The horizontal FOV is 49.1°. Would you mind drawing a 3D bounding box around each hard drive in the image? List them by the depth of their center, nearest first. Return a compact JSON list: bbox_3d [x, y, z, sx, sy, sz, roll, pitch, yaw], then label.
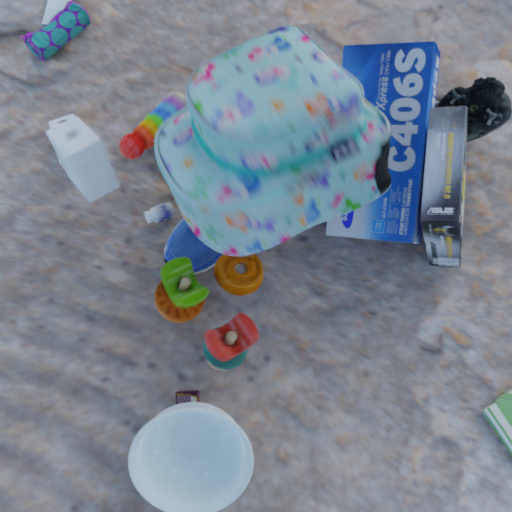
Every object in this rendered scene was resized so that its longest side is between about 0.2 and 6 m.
[{"bbox_3d":[-4.705,-5.741,13.198,0.526,0.106,0.797,6,75,2],"label":"hard drive"}]

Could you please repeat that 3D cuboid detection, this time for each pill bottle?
[{"bbox_3d":[-2.022,-0.882,11.679,0.547,0.327,0.327,-20,75,-21],"label":"pill bottle"}]

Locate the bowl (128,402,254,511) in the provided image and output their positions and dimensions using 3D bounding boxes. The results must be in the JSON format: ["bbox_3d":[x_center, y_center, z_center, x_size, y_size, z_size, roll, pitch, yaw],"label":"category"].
[{"bbox_3d":[-1.134,3.460,10.054,2.156,0.969,2.156,0,104,-2],"label":"bowl"}]

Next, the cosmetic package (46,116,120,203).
[{"bbox_3d":[-3.198,-1.776,10.350,0.678,1.103,1.099,-33,49,-17],"label":"cosmetic package"}]

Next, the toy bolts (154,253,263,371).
[{"bbox_3d":[-0.705,1.101,10.681,2.057,1.493,2.153,-21,70,-23],"label":"toy bolts"}]

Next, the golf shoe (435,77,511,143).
[{"bbox_3d":[3.458,-2.675,11.847,3.559,1.682,1.384,-4,91,24],"label":"golf shoe"}]

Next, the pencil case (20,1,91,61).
[{"bbox_3d":[-4.521,-5.125,12.710,1.502,0.694,0.639,-45,49,-10],"label":"pencil case"}]

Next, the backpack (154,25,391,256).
[{"bbox_3d":[0.133,-1.820,9.280,3.537,2.663,3.140,-29,53,-2],"label":"backpack"}]

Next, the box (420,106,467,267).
[{"bbox_3d":[3.599,-1.175,10.600,0.657,2.720,2.154,4,74,21],"label":"box"}]

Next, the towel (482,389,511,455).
[{"bbox_3d":[5.444,3.055,10.758,1.822,0.213,1.389,-30,77,-9],"label":"towel"}]

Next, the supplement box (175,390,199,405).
[{"bbox_3d":[-1.298,2.976,10.700,0.432,0.336,0.784,-3,75,-1],"label":"supplement box"}]

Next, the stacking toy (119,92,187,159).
[{"bbox_3d":[-2.103,-2.632,11.691,0.790,0.790,1.850,35,60,9],"label":"stacking toy"}]

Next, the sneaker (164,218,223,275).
[{"bbox_3d":[-0.673,-0.943,11.219,1.242,1.409,3.161,42,79,10],"label":"sneaker"}]

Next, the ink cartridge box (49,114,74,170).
[{"bbox_3d":[-4.055,-2.480,12.176,0.622,0.358,1.062,-19,76,-5],"label":"ink cartridge box"}]

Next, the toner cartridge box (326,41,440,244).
[{"bbox_3d":[2.471,-2.170,10.971,1.773,0.806,3.732,6,95,25],"label":"toner cartridge box"}]
